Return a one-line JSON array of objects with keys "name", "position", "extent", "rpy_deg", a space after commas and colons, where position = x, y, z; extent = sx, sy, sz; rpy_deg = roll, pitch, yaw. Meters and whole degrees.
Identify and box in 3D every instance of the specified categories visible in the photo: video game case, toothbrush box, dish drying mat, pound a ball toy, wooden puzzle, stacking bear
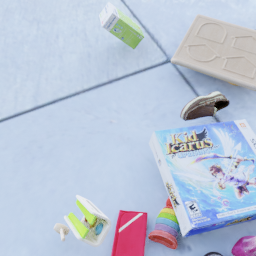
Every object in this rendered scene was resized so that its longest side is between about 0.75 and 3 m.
[{"name": "video game case", "position": [2.118, 0.993, 6.559], "extent": [2.653, 0.603, 2.404], "rpy_deg": [-7, 53, -16]}, {"name": "toothbrush box", "position": [-0.204, -3.282, 9.011], "extent": [1.332, 0.573, 0.970], "rpy_deg": [27, 31, -33]}, {"name": "dish drying mat", "position": [-0.009, 2.677, 5.971], "extent": [0.706, 0.167, 1.837], "rpy_deg": [4, 55, 9]}, {"name": "pound a ball toy", "position": [-0.927, 2.003, 5.715], "extent": [0.603, 1.420, 0.926], "rpy_deg": [34, 78, -22]}, {"name": "wooden puzzle", "position": [3.092, -2.421, 9.056], "extent": [2.735, 0.684, 2.953], "rpy_deg": [23, 56, 13]}, {"name": "stacking bear", "position": [0.948, 2.022, 6.281], "extent": [0.652, 0.610, 1.073], "rpy_deg": [19, 55, 11]}]

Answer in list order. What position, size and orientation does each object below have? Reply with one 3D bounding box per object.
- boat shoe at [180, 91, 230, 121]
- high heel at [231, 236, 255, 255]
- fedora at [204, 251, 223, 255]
[{"name": "boat shoe", "position": [2.109, -0.544, 7.462], "extent": [1.566, 0.578, 0.579], "rpy_deg": [-27, 48, -26]}, {"name": "high heel", "position": [3.274, 2.703, 5.811], "extent": [2.080, 0.998, 0.700], "rpy_deg": [13, 54, -8]}, {"name": "fedora", "position": [1.823, 2.946, 5.771], "extent": [0.687, 0.351, 0.777], "rpy_deg": [31, 62, 10]}]
